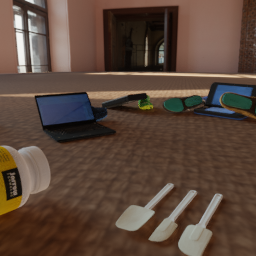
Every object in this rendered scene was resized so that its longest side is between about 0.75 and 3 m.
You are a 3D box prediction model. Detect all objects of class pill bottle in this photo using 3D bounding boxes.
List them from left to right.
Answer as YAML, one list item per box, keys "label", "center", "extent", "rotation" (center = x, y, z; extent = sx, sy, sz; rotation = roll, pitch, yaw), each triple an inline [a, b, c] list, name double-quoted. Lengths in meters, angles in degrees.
- label: "pill bottle"
  center: [-2.128, 0.831, 4.108]
  extent: [1.016, 1.016, 1.807]
  rotation: [13, 19, 41]

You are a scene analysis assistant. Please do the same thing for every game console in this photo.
- label: "game console"
  center: [4.053, -1.187, 11.660]
  extent: [2.078, 1.229, 1.773]
  rotation: [12, 18, 39]

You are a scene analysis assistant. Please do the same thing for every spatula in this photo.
- label: "spatula"
  center: [0.740, 1.245, 4.279]
  extent: [1.228, 0.142, 1.766]
  rotation: [7, 16, 29]

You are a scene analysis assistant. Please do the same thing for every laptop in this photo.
- label: "laptop"
  center: [-1.720, -0.446, 8.977]
  extent: [1.923, 1.121, 2.170]
  rotation: [-9, 17, -31]

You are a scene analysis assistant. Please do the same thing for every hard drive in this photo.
- label: "hard drive"
  center: [-0.184, -1.263, 12.926]
  extent: [1.795, 0.295, 1.253]
  rotation: [-11, 3, 45]

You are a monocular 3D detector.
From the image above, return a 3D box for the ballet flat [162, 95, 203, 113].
- label: "ballet flat"
  center: [2.320, -1.004, 12.319]
  extent: [2.023, 0.739, 0.739]
  rotation: [-12, 18, -21]

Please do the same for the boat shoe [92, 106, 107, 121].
- label: "boat shoe"
  center: [-1.674, -0.590, 10.277]
  extent: [1.944, 0.667, 0.818]
  rotation: [-9, 29, -23]

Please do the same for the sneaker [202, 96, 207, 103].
- label: "sneaker"
  center: [4.274, -1.557, 14.483]
  extent: [1.499, 0.578, 0.568]
  rotation: [-9, 19, -29]

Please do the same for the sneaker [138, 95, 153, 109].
- label: "sneaker"
  center: [0.768, -1.227, 13.048]
  extent: [0.561, 0.633, 1.514]
  rotation: [-2, 15, -12]

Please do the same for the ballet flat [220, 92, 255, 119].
- label: "ballet flat"
  center: [4.712, -0.777, 10.576]
  extent: [2.474, 0.849, 0.780]
  rotation: [22, -5, 16]
